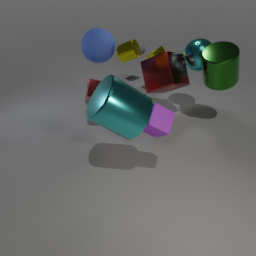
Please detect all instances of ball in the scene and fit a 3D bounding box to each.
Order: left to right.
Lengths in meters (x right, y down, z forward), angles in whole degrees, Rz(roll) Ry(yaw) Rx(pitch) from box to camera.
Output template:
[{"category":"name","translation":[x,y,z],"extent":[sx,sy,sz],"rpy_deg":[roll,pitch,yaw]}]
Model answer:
[{"category":"ball","translation":[-1.223,-3.394,11.561],"extent":[1.400,1.400,1.400],"rpy_deg":[0,30,0]},{"category":"ball","translation":[3.120,-3.185,12.239],"extent":[1.400,1.400,1.400],"rpy_deg":[0,30,0]}]

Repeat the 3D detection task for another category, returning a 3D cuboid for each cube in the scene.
[{"category":"cube","translation":[-1.259,-1.480,11.072],"extent":[0.700,0.700,0.700],"rpy_deg":[8,-5,-14]},{"category":"cube","translation":[0.825,-0.199,8.162],"extent":[0.700,0.700,0.700],"rpy_deg":[25,69,-19]},{"category":"cube","translation":[1.496,-3.609,14.209],"extent":[0.700,0.700,0.700],"rpy_deg":[-40,11,-23]},{"category":"cube","translation":[1.595,-2.341,12.012],"extent":[1.400,1.400,1.400],"rpy_deg":[-13,-2,41]}]

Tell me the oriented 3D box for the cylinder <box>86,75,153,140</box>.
[{"category":"cylinder","translation":[-0.244,-0.575,7.969],"extent":[1.400,1.400,1.400],"rpy_deg":[28,20,-25]}]

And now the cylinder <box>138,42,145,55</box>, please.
[{"category":"cylinder","translation":[0.497,-4.367,15.522],"extent":[0.700,0.700,0.700],"rpy_deg":[19,29,30]}]

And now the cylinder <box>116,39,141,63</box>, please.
[{"category":"cylinder","translation":[0.035,-2.929,10.676],"extent":[0.700,0.700,0.700],"rpy_deg":[-13,22,31]}]

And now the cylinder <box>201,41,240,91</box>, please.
[{"category":"cylinder","translation":[3.675,-2.459,11.138],"extent":[1.400,1.400,1.400],"rpy_deg":[-10,48,11]}]
